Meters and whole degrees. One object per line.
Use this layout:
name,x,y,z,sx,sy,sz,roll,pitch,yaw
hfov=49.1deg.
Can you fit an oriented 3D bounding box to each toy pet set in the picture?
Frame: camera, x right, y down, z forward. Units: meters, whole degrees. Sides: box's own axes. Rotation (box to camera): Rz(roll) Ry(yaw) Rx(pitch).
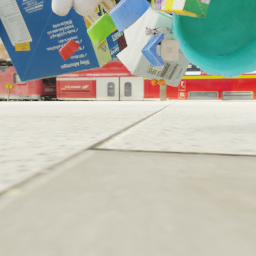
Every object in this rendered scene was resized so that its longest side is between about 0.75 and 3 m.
toy pet set,-0.166,-2.071,3.018,1.290,2.267,2.429,46,-13,-22
toy pet set,0.578,-1.691,6.618,0.738,1.390,1.297,-4,12,-19

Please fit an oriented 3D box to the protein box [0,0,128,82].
protein box,-1.912,-3.022,7.534,2.774,2.794,1.885,-4,29,27

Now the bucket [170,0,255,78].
bucket,2.757,-3.062,7.860,3.084,3.084,2.007,1,25,10

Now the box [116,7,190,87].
box,1.086,-3.016,10.230,2.144,2.155,1.846,9,31,-32

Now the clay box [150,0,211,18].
clay box,1.022,-2.850,5.396,0.501,1.210,2.106,8,23,-16
